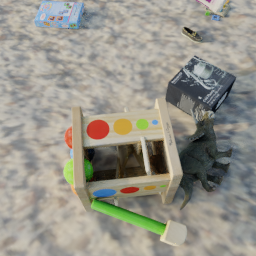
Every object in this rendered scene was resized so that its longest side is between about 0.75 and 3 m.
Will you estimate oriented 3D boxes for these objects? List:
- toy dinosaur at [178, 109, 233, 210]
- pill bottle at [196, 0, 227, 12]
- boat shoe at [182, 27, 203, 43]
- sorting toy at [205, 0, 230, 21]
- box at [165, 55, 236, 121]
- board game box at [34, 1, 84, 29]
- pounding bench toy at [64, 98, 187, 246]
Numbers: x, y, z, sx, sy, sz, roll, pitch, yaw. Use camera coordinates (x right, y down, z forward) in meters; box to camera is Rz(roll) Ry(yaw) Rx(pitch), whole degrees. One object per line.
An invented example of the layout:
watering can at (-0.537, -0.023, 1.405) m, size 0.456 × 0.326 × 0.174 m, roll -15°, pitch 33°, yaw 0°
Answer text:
toy dinosaur at (1.629, 0.827, 6.565) m, size 1.272 × 0.957 × 2.487 m, roll 22°, pitch 68°, yaw 28°
pill bottle at (1.791, -4.291, 7.429) m, size 2.421 × 1.359 × 1.359 m, roll 34°, pitch 64°, yaw 2°
boat shoe at (2.098, -3.045, 9.134) m, size 0.774 × 0.233 × 0.276 m, roll 34°, pitch 65°, yaw 19°
sorting toy at (3.193, -4.292, 9.916) m, size 0.741 × 0.179 × 1.315 m, roll 27°, pitch 62°, yaw 15°
box at (1.941, -1.045, 7.598) m, size 1.319 × 0.831 × 1.342 m, roll 34°, pitch 65°, yaw 21°
board game box at (-2.339, -3.907, 9.628) m, size 1.476 × 0.270 × 1.117 m, roll 5°, pitch 59°, yaw 3°
pounding bench toy at (-0.142, 1.084, 5.768) m, size 2.188 × 1.742 × 2.805 m, roll -6°, pitch 59°, yaw -4°
